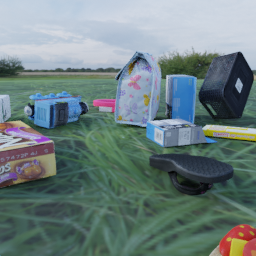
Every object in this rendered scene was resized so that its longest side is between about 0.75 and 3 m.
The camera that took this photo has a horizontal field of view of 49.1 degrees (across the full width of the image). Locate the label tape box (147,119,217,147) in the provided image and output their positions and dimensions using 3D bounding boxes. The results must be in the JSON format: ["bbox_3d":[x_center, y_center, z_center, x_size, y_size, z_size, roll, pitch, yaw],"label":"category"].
[{"bbox_3d":[1.740,0.109,9.184,1.910,0.604,1.377,-5,13,-18],"label":"label tape box"}]

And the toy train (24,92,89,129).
[{"bbox_3d":[-2.936,-0.795,12.015,1.669,1.266,2.921,17,17,27],"label":"toy train"}]

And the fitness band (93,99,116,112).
[{"bbox_3d":[-0.490,-1.279,15.541,2.944,0.551,2.114,5,13,17],"label":"fitness band"}]

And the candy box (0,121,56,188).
[{"bbox_3d":[-3.100,0.522,6.811,1.744,0.844,2.990,-9,14,-32],"label":"candy box"}]

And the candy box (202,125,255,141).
[{"bbox_3d":[3.684,0.163,9.654,2.123,0.280,1.085,6,14,26],"label":"candy box"}]

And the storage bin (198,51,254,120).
[{"bbox_3d":[4.362,-1.825,12.293,1.227,2.616,1.769,-3,-39,48],"label":"storage bin"}]

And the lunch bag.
[{"bbox_3d":[0.469,-1.720,11.816,1.832,2.882,2.444,10,14,10],"label":"lunch bag"}]

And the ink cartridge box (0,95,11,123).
[{"bbox_3d":[-6.177,-0.728,11.726,1.921,1.109,2.630,-3,13,-12],"label":"ink cartridge box"}]

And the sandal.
[{"bbox_3d":[1.242,0.938,5.773,1.013,0.645,2.695,-4,1,-14],"label":"sandal"}]

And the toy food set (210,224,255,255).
[{"bbox_3d":[1.961,1.594,2.554,2.477,0.603,2.452,6,14,22],"label":"toy food set"}]

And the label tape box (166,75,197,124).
[{"bbox_3d":[2.251,-1.292,12.287,0.913,1.979,2.762,0,13,1],"label":"label tape box"}]
